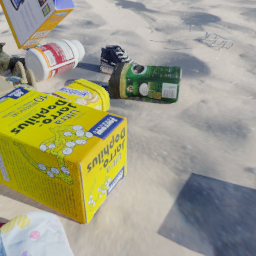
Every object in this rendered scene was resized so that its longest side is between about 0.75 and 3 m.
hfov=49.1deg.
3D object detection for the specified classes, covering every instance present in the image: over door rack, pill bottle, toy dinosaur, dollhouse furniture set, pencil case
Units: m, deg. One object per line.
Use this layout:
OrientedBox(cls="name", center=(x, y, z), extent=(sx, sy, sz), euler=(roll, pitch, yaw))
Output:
OrientedBox(cls="over door rack", center=(3.916, -4.250, 13.358), extent=(1.859, 0.619, 1.373), euler=(5, 29, -32))
OrientedBox(cls="pill bottle", center=(-2.727, -2.683, 10.746), extent=(1.199, 1.199, 2.122), euler=(24, 40, 30))
OrientedBox(cls="toy dinosaur", center=(-5.074, -2.505, 10.630), extent=(2.507, 1.282, 0.965), euler=(-3, 35, 7))
OrientedBox(cls="dollhouse furniture set", center=(-4.570, -1.775, 8.978), extent=(2.251, 1.706, 2.568), euler=(-27, 43, -33))
OrientedBox(cls="pencil case", center=(-1.072, 2.241, 3.726), extent=(1.002, 1.094, 2.412), euler=(-50, 46, 6))

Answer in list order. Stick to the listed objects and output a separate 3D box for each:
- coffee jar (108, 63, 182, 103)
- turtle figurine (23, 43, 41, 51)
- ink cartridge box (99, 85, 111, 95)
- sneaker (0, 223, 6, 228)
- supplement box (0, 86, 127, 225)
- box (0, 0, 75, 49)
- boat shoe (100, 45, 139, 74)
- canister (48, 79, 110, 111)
OrientedBox(cls="coffee jar", center=(0.552, -1.509, 9.212), extent=(2.334, 0.996, 1.217), euler=(7, 42, 8))
OrientedBox(cls="turtle figurine", center=(-3.482, -3.137, 11.492), extent=(1.255, 0.844, 1.677), euler=(8, 7, 18))
OrientedBox(cls="ink cartridge box", center=(-0.888, -1.316, 9.685), extent=(0.850, 0.167, 0.423), euler=(6, 35, 7))
OrientedBox(cls="sneaker", center=(-2.307, 1.827, 5.038), extent=(1.115, 0.437, 0.644), euler=(31, 36, 19))
OrientedBox(cls="supplement box", center=(-1.659, 0.415, 5.917), extent=(2.923, 1.601, 1.591), euler=(17, 38, 22))
OrientedBox(cls="box", center=(-0.771, -1.087, 2.287), extent=(0.201, 0.577, 0.969), euler=(-26, 10, -40))
OrientedBox(cls="boat shoe", center=(-0.155, -2.541, 10.700), extent=(2.157, 1.000, 0.805), euler=(16, 38, 22))
OrientedBox(cls="canister", center=(-1.721, -0.609, 8.090), extent=(1.454, 0.847, 1.957), euler=(27, 44, 33))
